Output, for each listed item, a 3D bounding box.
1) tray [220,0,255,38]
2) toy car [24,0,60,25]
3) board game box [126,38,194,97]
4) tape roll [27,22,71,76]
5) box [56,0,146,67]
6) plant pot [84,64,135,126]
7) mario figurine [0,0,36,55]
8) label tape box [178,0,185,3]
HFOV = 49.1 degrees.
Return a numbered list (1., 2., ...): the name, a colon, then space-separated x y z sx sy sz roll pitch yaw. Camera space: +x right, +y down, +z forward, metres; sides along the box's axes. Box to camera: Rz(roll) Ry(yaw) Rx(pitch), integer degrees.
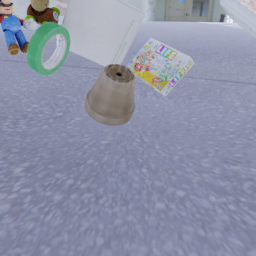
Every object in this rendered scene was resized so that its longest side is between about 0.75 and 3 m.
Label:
1. tray: 3.703 -2.925 8.143 1.565 0.323 2.915 12 37 -53
2. toy car: -2.570 -3.779 8.555 0.996 1.263 1.037 18 53 -10
3. board game box: 0.735 -1.549 6.934 0.264 1.038 1.543 38 4 -47
4. tape roll: -1.775 -1.780 6.359 0.283 1.176 1.176 29 33 13
5. box: -0.902 -3.867 9.908 2.411 2.399 2.066 23 40 -13
6. plant pot: -0.221 -0.562 4.338 0.820 0.711 0.820 10 45 -10
7. mario figurine: -2.948 -2.737 6.955 0.880 1.660 1.025 -22 7 11
8. label tape box: 1.192 -3.143 5.903 0.582 0.812 0.269 -23 53 20
